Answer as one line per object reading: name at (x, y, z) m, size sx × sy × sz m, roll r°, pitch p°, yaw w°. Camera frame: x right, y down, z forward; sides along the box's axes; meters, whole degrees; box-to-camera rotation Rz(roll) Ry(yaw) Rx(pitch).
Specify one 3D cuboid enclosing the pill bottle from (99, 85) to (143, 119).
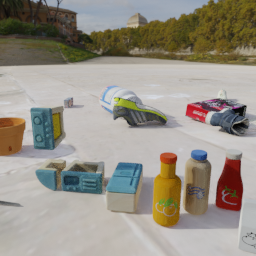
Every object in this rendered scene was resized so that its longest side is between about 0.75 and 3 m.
pill bottle at (-0.317, -1.174, 12.853) m, size 1.333 × 1.333 × 2.375 m, roll -8°, pitch 20°, yaw -26°

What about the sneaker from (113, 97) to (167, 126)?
sneaker at (0.445, -0.508, 11.478) m, size 2.430 × 0.984 × 0.898 m, roll 16°, pitch 6°, yaw -13°

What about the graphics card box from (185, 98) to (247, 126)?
graphics card box at (3.977, -0.777, 12.580) m, size 2.463 × 0.626 × 1.545 m, roll -11°, pitch 25°, yaw -36°

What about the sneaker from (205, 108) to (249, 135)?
sneaker at (4.076, -0.248, 10.780) m, size 1.407 × 0.740 × 1.947 m, roll 20°, pitch 22°, yaw 41°

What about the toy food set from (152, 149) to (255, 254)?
toy food set at (1.992, 1.139, 4.981) m, size 2.939 × 1.323 × 1.403 m, roll 7°, pitch 18°, yaw 22°

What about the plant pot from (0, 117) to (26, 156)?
plant pot at (-3.825, 0.264, 8.650) m, size 1.335 × 0.934 × 1.335 m, roll 1°, pitch 17°, yaw 0°

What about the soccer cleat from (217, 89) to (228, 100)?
soccer cleat at (5.537, -1.904, 16.487) m, size 0.589 × 0.659 × 1.700 m, roll 5°, pitch 17°, yaw 15°

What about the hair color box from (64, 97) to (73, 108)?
hair color box at (-3.192, -1.367, 15.068) m, size 0.260 × 0.429 × 0.858 m, roll 2°, pitch 17°, yaw 7°

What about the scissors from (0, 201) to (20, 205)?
scissors at (-2.890, 1.553, 5.829) m, size 1.344 × 0.094 × 0.492 m, roll 9°, pitch 16°, yaw 25°

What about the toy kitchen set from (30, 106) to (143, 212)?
toy kitchen set at (-0.909, 0.529, 6.024) m, size 2.375 × 1.903 × 1.399 m, roll 2°, pitch 16°, yaw 8°
